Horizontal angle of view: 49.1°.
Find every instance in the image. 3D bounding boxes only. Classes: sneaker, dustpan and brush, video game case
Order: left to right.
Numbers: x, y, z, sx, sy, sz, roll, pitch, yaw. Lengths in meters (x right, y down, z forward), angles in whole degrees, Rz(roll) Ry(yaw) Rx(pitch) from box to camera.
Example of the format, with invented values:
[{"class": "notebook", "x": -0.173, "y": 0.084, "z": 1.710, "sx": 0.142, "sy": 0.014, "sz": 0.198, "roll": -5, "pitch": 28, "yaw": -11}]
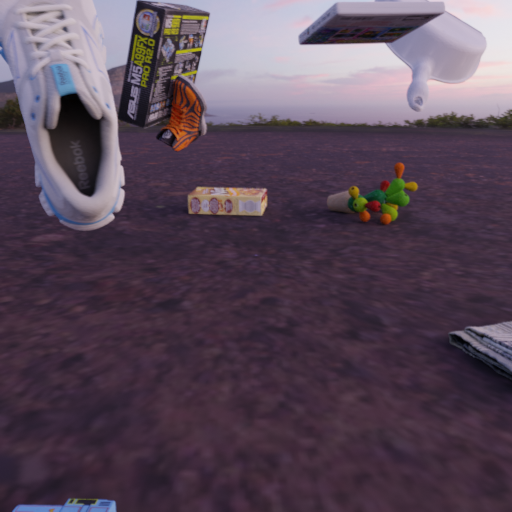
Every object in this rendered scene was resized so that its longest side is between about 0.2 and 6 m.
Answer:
[{"class": "sneaker", "x": -1.882, "y": -1.793, "z": 5.503, "sx": 1.161, "sy": 3.098, "sz": 1.342, "roll": -18, "pitch": 8, "yaw": -18}, {"class": "sneaker", "x": -1.619, "y": -2.869, "z": 11.878, "sx": 0.739, "sy": 1.905, "sz": 1.067, "roll": 36, "pitch": 71, "yaw": 19}, {"class": "video game case", "x": 1.317, "y": -2.743, "z": 6.641, "sx": 1.330, "sy": 0.158, "sz": 1.211, "roll": -7, "pitch": 7, "yaw": -15}, {"class": "dustpan and brush", "x": 2.718, "y": -3.221, "z": 8.941, "sx": 2.129, "sy": 0.873, "sz": 3.051, "roll": 27, "pitch": 38, "yaw": -6}]

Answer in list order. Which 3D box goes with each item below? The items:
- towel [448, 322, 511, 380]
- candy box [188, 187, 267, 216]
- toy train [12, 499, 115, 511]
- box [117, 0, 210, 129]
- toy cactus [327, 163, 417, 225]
[{"class": "towel", "x": 3.279, "y": 1.009, "z": 5.970, "sx": 1.787, "sy": 0.309, "sz": 1.721, "roll": -6, "pitch": 18, "yaw": -18}, {"class": "candy box", "x": -0.678, "y": -1.332, "z": 13.607, "sx": 1.776, "sy": 0.491, "sz": 1.025, "roll": 3, "pitch": 18, "yaw": 7}, {"class": "toy train", "x": -1.306, "y": 1.740, "z": 3.378, "sx": 0.929, "sy": 0.403, "sz": 0.531, "roll": -1, "pitch": 7, "yaw": 4}, {"class": "box", "x": -1.860, "y": -4.019, "z": 11.646, "sx": 0.620, "sy": 2.244, "sz": 2.801, "roll": 18, "pitch": 25, "yaw": 5}, {"class": "toy cactus", "x": 2.560, "y": -1.373, "z": 13.054, "sx": 1.959, "sy": 1.214, "sz": 2.374, "roll": 0, "pitch": 22, "yaw": 36}]
